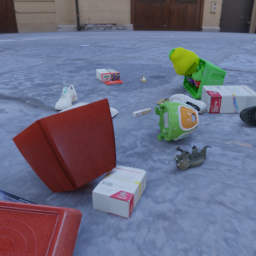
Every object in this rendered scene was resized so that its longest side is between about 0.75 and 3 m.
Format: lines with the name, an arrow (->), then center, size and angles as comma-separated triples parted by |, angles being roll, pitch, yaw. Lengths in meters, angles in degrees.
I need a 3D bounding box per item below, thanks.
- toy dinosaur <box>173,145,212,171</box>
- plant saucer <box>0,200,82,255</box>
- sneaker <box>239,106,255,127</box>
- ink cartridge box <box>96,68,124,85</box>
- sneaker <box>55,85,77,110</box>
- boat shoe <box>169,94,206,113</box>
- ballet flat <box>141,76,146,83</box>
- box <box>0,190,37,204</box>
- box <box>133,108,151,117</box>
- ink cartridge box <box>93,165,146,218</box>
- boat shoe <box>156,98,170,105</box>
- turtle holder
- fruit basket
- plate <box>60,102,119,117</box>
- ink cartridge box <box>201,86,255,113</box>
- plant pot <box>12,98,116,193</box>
toy dinosaur -> 1.931, 0.917, 8.528 | 1.552, 0.597, 0.794 | -4, 36, -22
plant saucer -> -2.219, 2.203, 4.731 | 2.450, 0.450, 2.455 | 6, 40, 2
sneaker -> 5.358, -0.566, 11.509 | 2.238, 0.850, 1.016 | -3, 15, -25
ink cartridge box -> -1.148, -3.241, 17.477 | 1.158, 0.535, 2.125 | -10, 25, -20
sneaker -> -2.944, -1.477, 13.201 | 0.755, 0.888, 2.006 | 3, 25, 4
boat shoe -> 2.597, -1.056, 12.633 | 1.787, 0.643, 0.612 | 27, 26, 29
ballet flat -> 0.955, -3.035, 17.371 | 0.292, 0.268, 0.851 | -2, 25, -5
box -> -2.655, 1.993, 5.807 | 1.157, 0.713, 1.148 | 11, 28, 23
box -> 0.624, -0.685, 12.308 | 0.936, 0.194, 0.181 | -17, 29, -34
ink cartridge box -> -0.170, 1.531, 7.004 | 0.943, 0.542, 1.300 | 9, 26, 19
boat shoe -> 1.705, -1.327, 13.584 | 0.774, 0.295, 0.277 | -15, 28, -29
turtle holder -> 1.708, -0.159, 10.000 | 1.328, 1.870, 1.420 | -4, 57, -6
fruit basket -> 3.362, -2.976, 14.817 | 3.063, 2.210, 3.063 | 11, 22, -4
plate -> -1.662, -0.695, 11.825 | 2.024, 0.328, 2.028 | 11, 20, 19
ink cartridge box -> 4.606, -1.331, 12.886 | 2.104, 0.871, 1.533 | 0, 24, 0
plant pot -> -1.438, 0.551, 7.222 | 1.994, 1.757, 1.992 | -24, 2, -41
